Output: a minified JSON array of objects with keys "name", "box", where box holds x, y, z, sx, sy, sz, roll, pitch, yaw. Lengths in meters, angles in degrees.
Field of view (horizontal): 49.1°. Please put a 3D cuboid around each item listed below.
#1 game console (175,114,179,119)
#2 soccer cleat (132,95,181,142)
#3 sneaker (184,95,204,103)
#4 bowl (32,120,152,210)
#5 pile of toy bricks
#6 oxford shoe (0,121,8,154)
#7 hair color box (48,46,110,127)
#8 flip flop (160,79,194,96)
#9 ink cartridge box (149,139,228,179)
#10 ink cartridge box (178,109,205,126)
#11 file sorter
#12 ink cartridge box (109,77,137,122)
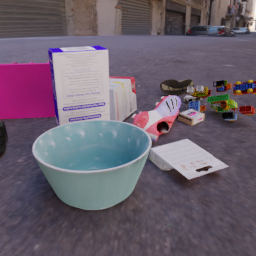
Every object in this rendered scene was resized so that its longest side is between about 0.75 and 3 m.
[{"name":"game console","box":[1.452,-0.472,10.935,0.983,0.119,0.580,-8,24,-17]},{"name":"soccer cleat","box":[1.230,-0.342,9.749,1.131,0.987,2.959,31,36,24]},{"name":"sneaker","box":[3.023,-1.294,12.667,0.956,0.353,0.379,-10,34,-8]},{"name":"bowl","box":[-0.748,0.857,6.233,2.514,1.315,2.514,0,22,0]},{"name":"pile of toy bricks","box":[3.797,-0.983,10.965,2.835,1.573,1.399,-2,-12,40]},{"name":"oxford shoe","box":[-4.087,0.376,8.256,0.864,0.744,2.046,-13,16,-17]},{"name":"hair color box","box":[-1.407,-0.916,8.405,1.575,2.882,0.934,-9,24,-21]},{"name":"flip flop","box":[2.400,-2.044,13.920,2.060,0.835,0.593,-13,10,-32]},{"name":"ink cartridge box","box":[1.553,0.899,7.409,1.327,0.413,1.649,-12,30,-26]},{"name":"ink cartridge box","box":[2.380,-0.414,10.505,0.793,0.298,0.653,-20,34,-39]},{"name":"file sorter","box":[-3.849,-1.683,11.314,2.967,2.062,1.861,-3,22,-7]},{"name":"ink cartridge box","box":[-0.675,-1.082,10.667,1.384,1.391,1.914,6,23,23]}]
